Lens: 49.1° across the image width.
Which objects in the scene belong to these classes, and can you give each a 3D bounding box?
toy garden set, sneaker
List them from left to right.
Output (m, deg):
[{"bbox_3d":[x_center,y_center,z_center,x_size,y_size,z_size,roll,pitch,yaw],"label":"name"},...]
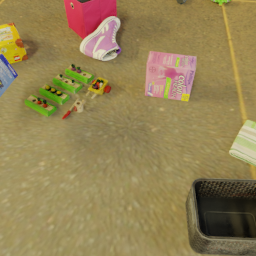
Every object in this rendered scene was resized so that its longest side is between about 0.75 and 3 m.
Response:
[{"bbox_3d":[-1.777,-1.155,8.638,1.810,0.433,2.171,26,54,21],"label":"toy garden set"},{"bbox_3d":[-0.625,-3.198,10.293,1.244,0.791,2.182,27,61,14],"label":"sneaker"}]

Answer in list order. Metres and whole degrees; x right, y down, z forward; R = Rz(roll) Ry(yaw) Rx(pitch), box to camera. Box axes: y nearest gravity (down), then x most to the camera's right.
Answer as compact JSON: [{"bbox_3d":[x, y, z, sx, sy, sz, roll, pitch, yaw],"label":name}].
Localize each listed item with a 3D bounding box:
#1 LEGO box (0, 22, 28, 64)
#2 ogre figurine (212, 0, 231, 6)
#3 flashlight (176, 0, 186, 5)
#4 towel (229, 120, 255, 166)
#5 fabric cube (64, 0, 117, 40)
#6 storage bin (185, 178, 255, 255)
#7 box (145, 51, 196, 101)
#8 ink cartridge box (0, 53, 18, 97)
[{"bbox_3d":[-4.765,-2.852,9.893,1.982,0.765,1.476,-20,52,-17],"label":"LEGO box"},{"bbox_3d":[4.229,-5.864,12.719,1.007,0.494,0.604,25,40,5],"label":"ogre figurine"},{"bbox_3d":[2.625,-6.227,13.082,0.437,0.438,1.289,-12,35,49],"label":"flashlight"},{"bbox_3d":[3.426,0.396,7.437,1.061,0.218,1.423,27,54,21],"label":"towel"},{"bbox_3d":[-1.449,-4.550,10.866,1.557,1.552,1.527,-29,56,-23],"label":"fabric cube"},{"bbox_3d":[2.226,1.824,5.755,1.899,0.890,1.284,2,49,1],"label":"storage bin"},{"bbox_3d":[1.250,-1.544,8.451,1.392,1.225,0.673,8,49,6],"label":"box"},{"bbox_3d":[-3.358,-0.995,6.380,1.216,0.680,1.783,-20,33,15],"label":"ink cartridge box"}]
